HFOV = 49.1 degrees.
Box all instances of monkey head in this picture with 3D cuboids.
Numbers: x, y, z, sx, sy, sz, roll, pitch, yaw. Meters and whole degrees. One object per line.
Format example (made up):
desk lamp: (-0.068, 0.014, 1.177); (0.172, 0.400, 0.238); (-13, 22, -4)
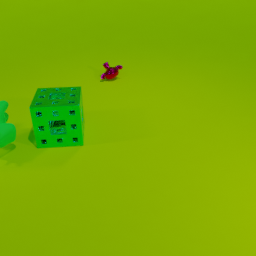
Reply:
monkey head: (-0.777, -2.463, 11.973); (1.056, 0.760, 0.636); (-31, 14, -7)

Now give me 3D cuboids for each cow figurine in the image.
cow figurine: (-3.607, -0.118, 7.243); (1.519, 0.834, 1.495); (14, 39, -7)

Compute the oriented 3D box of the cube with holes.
cube with holes: (-1.925, -0.331, 7.928); (1.259, 1.259, 1.259); (-3, 31, -5)
